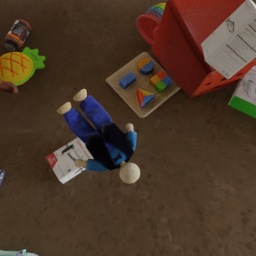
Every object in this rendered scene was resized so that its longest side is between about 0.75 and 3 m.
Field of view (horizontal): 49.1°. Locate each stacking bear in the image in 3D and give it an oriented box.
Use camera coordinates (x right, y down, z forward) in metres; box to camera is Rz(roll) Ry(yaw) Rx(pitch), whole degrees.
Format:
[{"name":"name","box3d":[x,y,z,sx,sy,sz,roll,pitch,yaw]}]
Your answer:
[{"name":"stacking bear","box3d":[1.496,-4.644,11.715,1.220,1.302,2.145,41,66,15]}]

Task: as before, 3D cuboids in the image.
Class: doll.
[{"name":"doll","box3d":[-0.684,0.359,7.334,1.835,0.652,2.690,-40,86,-9]}]

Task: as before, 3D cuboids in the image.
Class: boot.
[{"name":"boot","box3d":[-3.800,-1.184,7.948,1.004,1.067,0.365,36,109,-2]}]

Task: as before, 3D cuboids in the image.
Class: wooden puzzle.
[{"name":"wooden puzzle","box3d":[0.597,-1.793,10.833,2.100,0.525,2.267,-39,73,-14]}]

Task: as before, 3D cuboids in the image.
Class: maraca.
[{"name":"maraca","box3d":[-4.202,-2.381,10.775,2.064,1.104,1.415,-38,79,-23]}]

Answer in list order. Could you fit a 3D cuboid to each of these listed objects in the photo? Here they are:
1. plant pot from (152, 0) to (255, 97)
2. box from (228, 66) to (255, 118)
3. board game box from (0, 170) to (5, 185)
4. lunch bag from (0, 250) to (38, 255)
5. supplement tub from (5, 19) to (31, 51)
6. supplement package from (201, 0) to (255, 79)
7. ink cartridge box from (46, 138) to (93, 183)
[{"name":"plant pot","box3d":[2.884,-2.834,10.034,2.971,2.973,2.620,-18,76,-10]},{"name":"box","box3d":[4.951,-1.234,10.442,1.778,0.860,1.569,29,73,12]},{"name":"board game box","box3d":[-5.365,1.863,9.447,1.982,0.343,1.343,12,68,5]},{"name":"lunch bag","box3d":[-3.646,4.462,8.111,2.252,0.868,1.806,4,65,1]},{"name":"supplement tub","box3d":[-4.585,-3.814,11.575,0.684,0.684,1.279,18,69,7]},{"name":"supplement package","box3d":[2.982,-2.381,7.597,0.995,1.695,0.991,31,38,-21]},{"name":"ink cartridge box","box3d":[-1.946,1.093,9.638,1.356,0.568,0.979,-33,72,-12]}]
